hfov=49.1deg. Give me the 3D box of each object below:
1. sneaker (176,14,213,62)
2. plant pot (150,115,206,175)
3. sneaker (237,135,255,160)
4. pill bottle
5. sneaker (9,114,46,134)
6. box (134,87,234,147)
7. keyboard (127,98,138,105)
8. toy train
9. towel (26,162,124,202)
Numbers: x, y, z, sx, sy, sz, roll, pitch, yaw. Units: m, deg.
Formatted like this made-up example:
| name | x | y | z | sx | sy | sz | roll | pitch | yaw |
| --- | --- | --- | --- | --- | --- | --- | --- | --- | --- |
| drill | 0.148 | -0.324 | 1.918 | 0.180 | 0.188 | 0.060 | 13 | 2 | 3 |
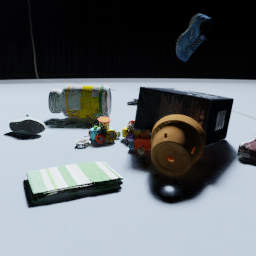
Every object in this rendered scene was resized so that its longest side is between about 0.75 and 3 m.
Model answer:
| name | x | y | z | sx | sy | sz | roll | pitch | yaw |
| --- | --- | --- | --- | --- | --- | --- | --- | --- | --- |
| sneaker | 2.701 | -3.648 | 11.358 | 0.811 | 2.070 | 0.931 | 22 | 9 | -37 |
| plant pot | 1.042 | 0.456 | 6.299 | 1.275 | 1.275 | 0.892 | 5 | 30 | 21 |
| sneaker | 3.575 | 0.565 | 7.367 | 1.373 | 0.520 | 0.793 | -21 | 28 | -33 |
| pill bottle | -2.127 | -1.174 | 12.574 | 2.639 | 1.488 | 1.488 | 1 | 13 | 5 |
| sneaker | -3.443 | -0.185 | 10.194 | 1.545 | 0.568 | 0.911 | 3 | 19 | 25 |
| box | 1.771 | -0.439 | 8.708 | 2.240 | 1.412 | 2.278 | 14 | 13 | 33 |
| keyboard | 0.471 | -1.638 | 16.918 | 1.101 | 0.218 | 0.573 | -8 | 29 | 1 |
| toy train | -0.230 | 0.137 | 8.557 | 2.550 | 0.709 | 1.916 | 4 | 13 | 14 |
| towel | -1.124 | 1.038 | 5.787 | 1.741 | 0.204 | 1.328 | -7 | 14 | -23 |
